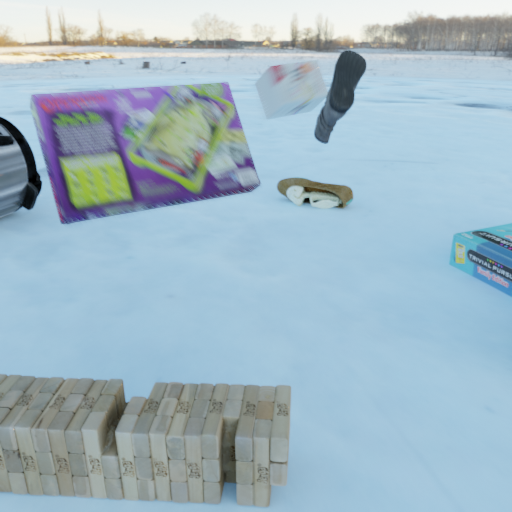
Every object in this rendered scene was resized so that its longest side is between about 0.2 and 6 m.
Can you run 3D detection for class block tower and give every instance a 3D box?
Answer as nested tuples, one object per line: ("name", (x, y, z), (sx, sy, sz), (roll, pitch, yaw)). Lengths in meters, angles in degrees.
("block tower", (-1.215, 1.774, 5.467), (3.070, 0.829, 0.887), (2, 22, 5))

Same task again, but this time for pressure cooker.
("pressure cooker", (-6.249, -1.879, 12.207), (2.445, 2.407, 2.737), (-10, 15, 27))

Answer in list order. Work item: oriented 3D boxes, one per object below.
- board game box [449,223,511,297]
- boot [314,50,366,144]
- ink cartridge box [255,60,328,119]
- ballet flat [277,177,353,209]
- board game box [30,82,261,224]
("board game box", (5.260, 0.019, 9.893), (2.792, 0.655, 2.108), (-10, 25, -22))
("boot", (1.606, -3.227, 11.328), (0.627, 1.183, 1.797), (26, 59, -4))
("ink cartridge box", (0.856, -3.989, 13.445), (1.322, 0.960, 0.956), (-17, -4, -25))
("ballet flat", (1.361, -1.462, 13.660), (1.969, 0.668, 0.712), (11, 44, 16))
("board game box", (-1.405, -1.452, 7.500), (2.741, 1.645, 0.443), (-13, -5, -27))
